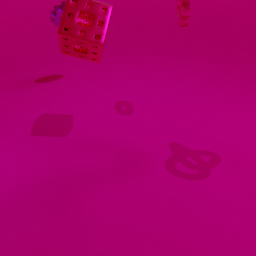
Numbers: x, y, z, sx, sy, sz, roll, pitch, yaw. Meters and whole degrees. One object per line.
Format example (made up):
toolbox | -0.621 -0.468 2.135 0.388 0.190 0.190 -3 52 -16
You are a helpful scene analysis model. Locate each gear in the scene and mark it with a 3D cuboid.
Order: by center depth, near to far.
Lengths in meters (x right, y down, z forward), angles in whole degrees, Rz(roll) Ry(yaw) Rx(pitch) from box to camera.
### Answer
gear | 1.424 -3.162 7.246 0.204 1.103 1.103 -3 31 3
gear | -2.188 -4.144 10.158 1.272 0.235 1.272 -23 -5 -2

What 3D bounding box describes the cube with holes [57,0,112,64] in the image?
cube with holes | -0.996 -2.266 6.531 0.992 0.992 0.992 13 -12 -7
